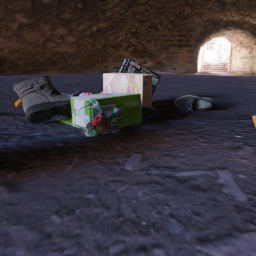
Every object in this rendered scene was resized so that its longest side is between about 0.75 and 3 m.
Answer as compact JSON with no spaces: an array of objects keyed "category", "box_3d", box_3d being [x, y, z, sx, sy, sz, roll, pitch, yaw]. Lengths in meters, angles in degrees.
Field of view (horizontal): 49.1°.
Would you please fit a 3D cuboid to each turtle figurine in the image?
[{"category":"turtle figurine","box_3d":[-0.863,-0.154,8.431,0.836,1.242,1.660,43,28,27]}]

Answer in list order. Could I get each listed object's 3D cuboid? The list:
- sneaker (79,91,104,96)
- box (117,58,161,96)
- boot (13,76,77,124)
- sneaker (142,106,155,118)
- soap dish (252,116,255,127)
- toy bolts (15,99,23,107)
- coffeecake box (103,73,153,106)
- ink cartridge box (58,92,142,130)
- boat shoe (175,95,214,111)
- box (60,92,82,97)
[{"category":"sneaker","box_3d":[-1.240,-1.333,13.776,2.317,0.915,1.105,-15,27,-27]},{"category":"box","box_3d":[0.424,-2.462,14.817,2.073,1.698,0.893,23,1,-25]},{"category":"boot","box_3d":[-2.825,-1.344,11.022,2.900,1.012,1.909,-10,56,-33]},{"category":"sneaker","box_3d":[0.430,-0.701,11.517,1.436,0.564,0.640,0,11,-1]},{"category":"soap dish","box_3d":[4.691,0.223,6.368,2.298,1.187,2.921,-2,13,-9]},{"category":"toy bolts","box_3d":[-4.870,-1.317,14.214,1.275,0.926,1.335,-38,8,27]},{"category":"coffeecake box","box_3d":[-0.041,-1.584,12.664,2.234,1.715,0.816,10,17,37]},{"category":"ink cartridge box","box_3d":[-1.203,-0.749,10.527,2.139,1.096,2.894,-12,17,-37]},{"category":"boat shoe","box_3d":[3.067,-1.110,12.987,1.781,0.666,0.591,8,19,12]},{"category":"box","box_3d":[-3.428,-1.385,14.075,1.808,0.585,2.293,-4,13,6]}]
